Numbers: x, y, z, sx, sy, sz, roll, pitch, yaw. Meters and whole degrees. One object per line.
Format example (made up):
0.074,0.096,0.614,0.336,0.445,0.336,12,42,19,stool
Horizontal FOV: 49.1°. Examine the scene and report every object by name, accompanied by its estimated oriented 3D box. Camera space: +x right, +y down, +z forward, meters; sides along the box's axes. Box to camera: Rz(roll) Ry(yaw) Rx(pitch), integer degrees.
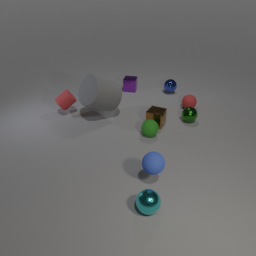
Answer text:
0.129,-2.433,15.460,0.700,0.700,0.700,6,30,9,cube
1.217,-0.467,12.104,0.700,0.700,0.700,14,33,23,cube
2.711,-0.591,12.338,0.700,0.700,0.700,0,30,0,ball
0.886,0.010,11.302,0.700,0.700,0.700,0,30,0,ball
0.568,2.052,7.798,0.700,0.700,0.700,0,30,0,ball
0.769,1.059,8.453,0.700,0.700,0.700,0,30,0,ball
-1.211,-1.518,12.209,1.400,1.400,1.400,9,17,-45,cylinder
2.275,-2.275,15.052,0.700,0.700,0.700,0,30,0,ball
2.945,-1.261,13.460,0.700,0.700,0.700,0,30,0,ball
-2.833,-1.277,12.766,0.700,0.700,0.700,-41,35,4,cylinder
